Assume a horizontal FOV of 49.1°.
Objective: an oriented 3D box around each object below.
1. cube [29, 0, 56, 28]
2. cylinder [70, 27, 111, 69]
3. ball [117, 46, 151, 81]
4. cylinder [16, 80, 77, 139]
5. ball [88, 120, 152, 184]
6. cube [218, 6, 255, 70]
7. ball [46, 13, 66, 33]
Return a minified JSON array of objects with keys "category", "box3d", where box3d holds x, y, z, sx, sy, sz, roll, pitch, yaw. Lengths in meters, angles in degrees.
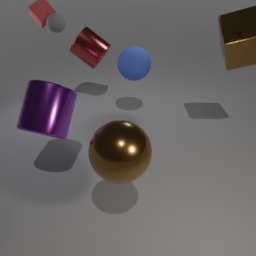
[{"category":"cube","box3d":[-3.249,-4.371,10.632,0.700,0.700,0.700,-45,11,-13]},{"category":"cylinder","box3d":[-1.756,-3.725,13.081,1.400,1.400,1.400,36,30,-11]},{"category":"ball","box3d":[0.261,-2.674,11.655,1.400,1.400,1.400,0,31,0]},{"category":"cylinder","box3d":[-2.297,-0.497,8.011,1.400,1.400,1.400,12,-5,1]},{"category":"ball","box3d":[-0.170,0.524,6.193,1.400,1.400,1.400,0,31,0]},{"category":"cube","box3d":[3.996,-3.097,9.729,1.400,1.400,1.400,-10,60,17]},{"category":"ball","box3d":[-2.649,-3.875,10.322,0.700,0.700,0.700,0,31,0]}]
